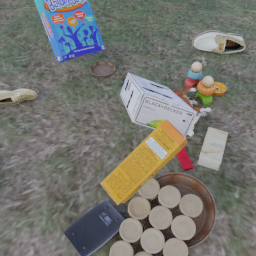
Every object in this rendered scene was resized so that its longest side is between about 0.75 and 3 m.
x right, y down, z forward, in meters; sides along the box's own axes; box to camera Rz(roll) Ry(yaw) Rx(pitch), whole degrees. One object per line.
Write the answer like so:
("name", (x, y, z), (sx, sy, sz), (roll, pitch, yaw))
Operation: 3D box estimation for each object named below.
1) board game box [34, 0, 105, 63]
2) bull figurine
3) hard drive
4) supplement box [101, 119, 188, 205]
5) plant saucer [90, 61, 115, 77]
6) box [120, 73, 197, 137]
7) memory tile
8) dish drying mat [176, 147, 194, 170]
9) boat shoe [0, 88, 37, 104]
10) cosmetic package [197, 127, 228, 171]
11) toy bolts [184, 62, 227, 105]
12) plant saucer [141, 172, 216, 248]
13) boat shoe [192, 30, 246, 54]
("board game box", (-2.452, -4.465, 11.924), (2.225, 2.925, 0.658), (-27, 11, -35))
("bull figurine", (2.414, -0.747, 11.375), (1.475, 0.791, 2.430), (-10, 49, -12))
("hard drive", (-0.940, 2.970, 8.250), (1.601, 0.339, 1.080), (-33, 56, -27))
("supplement box", (0.379, 0.784, 6.357), (2.084, 0.693, 0.717), (-46, 72, 2))
("plant saucer", (-1.238, -2.849, 13.699), (1.241, 0.199, 1.241), (-1, 47, 1))
("box", (0.771, -0.796, 8.636), (1.653, 0.852, 2.834), (17, 18, -16))
("memory tile", (0.817, 2.862, 7.930), (2.062, 0.226, 2.690), (18, 64, 18))
("dish drying mat", (2.013, 1.081, 10.161), (0.395, 0.094, 1.028), (-11, 49, -9))
("boat shoe", (-4.791, -1.294, 12.030), (1.741, 0.628, 0.565), (-2, 61, -3))
("cosmetic package", (3.092, 0.728, 10.179), (0.769, 0.543, 1.486), (16, 49, 14))
("toy bolts", (3.456, -2.155, 12.355), (1.689, 1.226, 1.768), (-24, 52, -21))
("plant saucer", (1.471, 2.464, 8.440), (2.261, 0.414, 2.261), (-4, 59, 6))
("boat shoe", (4.778, -4.420, 14.572), (2.765, 1.033, 0.945), (-5, 42, -5))
